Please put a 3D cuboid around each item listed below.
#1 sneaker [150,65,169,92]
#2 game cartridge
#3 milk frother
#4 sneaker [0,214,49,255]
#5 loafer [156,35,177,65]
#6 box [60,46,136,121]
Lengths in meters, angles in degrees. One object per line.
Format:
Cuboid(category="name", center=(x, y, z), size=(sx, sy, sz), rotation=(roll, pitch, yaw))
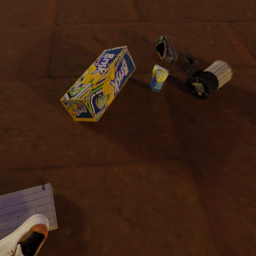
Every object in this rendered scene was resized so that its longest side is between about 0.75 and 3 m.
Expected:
Cuboid(category="sneaker", center=(0.939, -1.573, 8.967), size=(0.524, 0.726, 1.383), rotation=(27, 20, 3))
Cuboid(category="game cartridge", center=(-2.413, 1.895, 5.986), size=(1.672, 0.321, 1.084), rotation=(-13, 54, -11))
Cuboid(category="milk frother", center=(2.404, -1.775, 8.593), size=(1.226, 1.303, 1.176), rotation=(-37, 51, -26))
Cuboid(category="sneaker", center=(-2.111, 2.300, 5.040), size=(1.624, 0.591, 0.687), rotation=(-46, 20, -7))
Cuboid(category="loafer", center=(1.240, -2.855, 9.906), size=(0.532, 0.607, 1.690), rotation=(6, 40, -22))
Cuboid(category="box", center=(-0.777, -1.363, 8.308), size=(0.914, 0.839, 2.610), rotation=(2, 45, 35))
